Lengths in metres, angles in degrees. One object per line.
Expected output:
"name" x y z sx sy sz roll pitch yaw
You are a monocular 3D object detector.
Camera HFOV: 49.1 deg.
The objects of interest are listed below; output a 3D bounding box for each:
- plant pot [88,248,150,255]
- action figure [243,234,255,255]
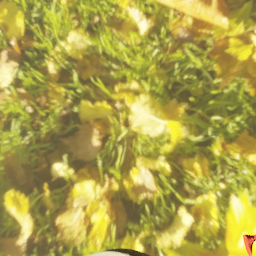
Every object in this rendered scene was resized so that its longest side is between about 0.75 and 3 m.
"plant pot" 0.238 3.167 4.739 2.370 2.056 2.370 -6 76 25
"action figure" 2.485 1.516 3.821 1.699 0.556 0.439 -7 64 -9
